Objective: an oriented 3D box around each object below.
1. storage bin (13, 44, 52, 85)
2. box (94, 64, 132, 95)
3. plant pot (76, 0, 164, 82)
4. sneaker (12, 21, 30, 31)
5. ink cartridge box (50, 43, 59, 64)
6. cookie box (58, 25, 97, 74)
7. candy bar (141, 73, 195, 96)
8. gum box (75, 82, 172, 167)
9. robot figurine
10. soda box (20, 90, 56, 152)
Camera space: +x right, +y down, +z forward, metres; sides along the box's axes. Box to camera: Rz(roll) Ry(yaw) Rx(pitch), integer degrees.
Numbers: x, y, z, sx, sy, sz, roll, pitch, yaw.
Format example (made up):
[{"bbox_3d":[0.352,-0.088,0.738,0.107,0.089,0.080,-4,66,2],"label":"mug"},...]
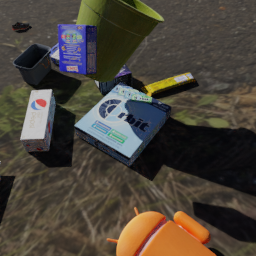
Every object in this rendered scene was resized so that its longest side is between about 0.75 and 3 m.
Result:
[{"bbox_3d":[-3.680,-2.510,11.349,1.106,1.021,1.520,18,54,14],"label":"storage bin"},{"bbox_3d":[-0.629,-2.050,11.178,1.351,0.704,0.999,-21,53,-15],"label":"box"},{"bbox_3d":[-0.635,-2.834,8.612,2.622,2.490,2.622,24,28,-14],"label":"plant pot"},{"bbox_3d":[-5.309,-5.094,13.859,0.891,0.365,0.343,-27,56,-20],"label":"sneaker"},{"bbox_3d":[-2.533,-3.126,12.265,1.844,0.387,1.101,22,54,13],"label":"ink cartridge box"},{"bbox_3d":[-1.264,-1.957,6.978,0.974,1.139,0.428,14,21,33],"label":"cookie box"},{"bbox_3d":[1.671,-1.762,11.235,2.304,0.255,0.574,-19,54,-15],"label":"candy bar"},{"bbox_3d":[-0.118,-0.252,9.796,2.257,0.592,2.657,28,56,21],"label":"gum box"},{"bbox_3d":[0.923,3.068,6.481,2.811,1.639,2.022,33,99,23],"label":"robot figurine"},{"bbox_3d":[-3.073,-0.308,9.757,0.776,0.725,2.279,-2,51,-2],"label":"soda box"}]
